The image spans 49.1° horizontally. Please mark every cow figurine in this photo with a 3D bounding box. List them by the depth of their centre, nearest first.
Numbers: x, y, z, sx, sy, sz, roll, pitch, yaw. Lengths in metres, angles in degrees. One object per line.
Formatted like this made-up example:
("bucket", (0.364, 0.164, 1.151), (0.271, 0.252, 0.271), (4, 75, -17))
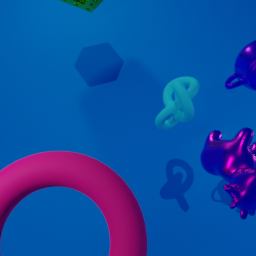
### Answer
("cow figurine", (1.276, 0.519, 3.439), (0.596, 1.086, 1.068), (43, 66, -24))

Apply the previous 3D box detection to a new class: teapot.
("teapot", (2.531, -1.102, 5.045), (1.615, 1.004, 0.791), (-23, 29, 21))

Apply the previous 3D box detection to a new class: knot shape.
("knot shape", (1.068, -0.608, 5.924), (0.602, 1.302, 1.219), (22, 60, -5))

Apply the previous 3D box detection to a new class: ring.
("ring", (-0.783, 1.232, 2.986), (1.982, 0.396, 1.982), (0, 78, 0))

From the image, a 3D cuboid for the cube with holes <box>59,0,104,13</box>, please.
("cube with holes", (-1.227, -4.031, 7.719), (1.051, 1.051, 1.051), (12, 87, -26))
